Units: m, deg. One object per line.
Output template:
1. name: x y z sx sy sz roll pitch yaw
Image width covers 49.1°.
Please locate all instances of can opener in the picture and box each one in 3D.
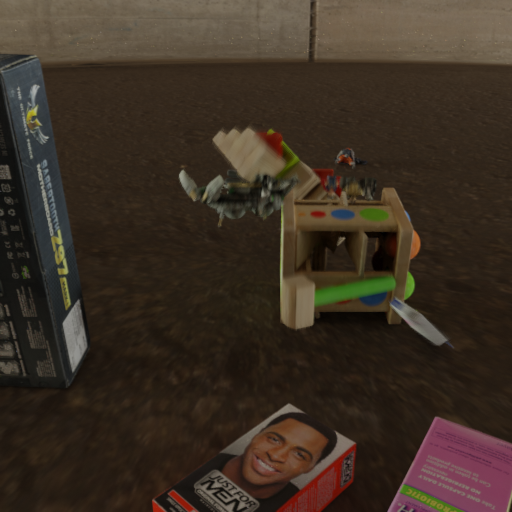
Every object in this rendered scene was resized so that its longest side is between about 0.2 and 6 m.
1. can opener: 0.063 -1.788 13.865 1.672 0.446 0.559 12 -5 27

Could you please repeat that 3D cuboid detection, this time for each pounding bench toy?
1. pounding bench toy: 1.327 0.183 7.948 1.945 1.549 2.494 1 29 2

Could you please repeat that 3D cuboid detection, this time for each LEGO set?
1. LEGO set: 0.290 -0.748 7.626 2.601 0.737 1.689 4 8 12

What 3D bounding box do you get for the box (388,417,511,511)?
1. box: 1.337 2.150 4.031 0.683 1.243 1.413 15 29 28

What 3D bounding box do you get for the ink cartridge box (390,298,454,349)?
1. ink cartridge box: 2.202 0.935 7.505 0.159 0.736 0.723 -46 17 0

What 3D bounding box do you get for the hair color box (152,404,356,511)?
1. hair color box: 0.036 2.097 5.018 0.874 0.528 1.723 21 31 40

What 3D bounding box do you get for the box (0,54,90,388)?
1. box: -3.671 -0.268 6.299 2.968 3.764 0.960 1 27 4

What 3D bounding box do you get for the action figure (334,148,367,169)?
1. action figure: 2.673 -2.783 15.824 0.958 0.501 0.927 5 34 9

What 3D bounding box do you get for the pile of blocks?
1. pile of blocks: 0.743 -1.327 9.509 3.187 0.990 1.308 35 18 -38
